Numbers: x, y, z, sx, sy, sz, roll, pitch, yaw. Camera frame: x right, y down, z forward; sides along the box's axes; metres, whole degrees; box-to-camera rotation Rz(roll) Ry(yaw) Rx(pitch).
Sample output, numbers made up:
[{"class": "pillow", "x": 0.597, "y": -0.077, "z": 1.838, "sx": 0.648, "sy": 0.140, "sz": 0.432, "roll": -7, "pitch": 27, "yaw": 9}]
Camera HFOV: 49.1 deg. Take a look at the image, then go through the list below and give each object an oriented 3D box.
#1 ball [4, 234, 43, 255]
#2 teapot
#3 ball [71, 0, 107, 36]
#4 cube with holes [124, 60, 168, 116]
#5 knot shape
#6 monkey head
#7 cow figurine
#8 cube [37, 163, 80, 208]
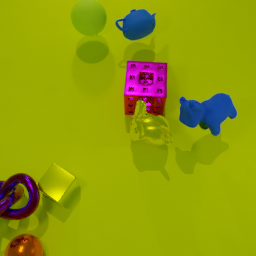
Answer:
[{"class": "ball", "x": -2.291, "y": 2.757, "z": 6.172, "sx": 0.807, "sy": 0.807, "sz": 0.807, "roll": 0, "pitch": 64, "yaw": 0}, {"class": "teapot", "x": 0.327, "y": -3.208, "z": 8.540, "sx": 1.683, "sy": 1.047, "sz": 0.824, "roll": -21, "pitch": 92, "yaw": -32}, {"class": "ball", "x": -1.201, "y": -3.403, "z": 8.606, "sx": 1.104, "sy": 1.104, "sz": 1.104, "roll": 0, "pitch": 64, "yaw": 0}, {"class": "cube with holes", "x": 0.483, "y": -1.073, "z": 7.837, "sx": 1.102, "sy": 1.102, "sz": 1.102, "roll": 4, "pitch": 65, "yaw": 2}, {"class": "knot shape", "x": -2.858, "y": 1.615, "z": 6.431, "sx": 1.572, "sy": 0.727, "sz": 1.471, "roll": -38, "pitch": 37, "yaw": -18}, {"class": "monkey head", "x": 0.597, "y": -0.144, "z": 7.142, "sx": 1.001, "sy": 1.195, "sz": 1.661, "roll": 2, "pitch": 22, "yaw": -11}, {"class": "cow figurine", "x": 1.923, "y": -0.456, "z": 6.793, "sx": 1.422, "sy": 1.399, "sz": 0.781, "roll": -41, "pitch": 38, "yaw": -7}, {"class": "cube", "x": -1.698, "y": 1.414, "z": 6.870, "sx": 0.710, "sy": 0.710, "sz": 0.710, "roll": 30, "pitch": 68, "yaw": 13}]
